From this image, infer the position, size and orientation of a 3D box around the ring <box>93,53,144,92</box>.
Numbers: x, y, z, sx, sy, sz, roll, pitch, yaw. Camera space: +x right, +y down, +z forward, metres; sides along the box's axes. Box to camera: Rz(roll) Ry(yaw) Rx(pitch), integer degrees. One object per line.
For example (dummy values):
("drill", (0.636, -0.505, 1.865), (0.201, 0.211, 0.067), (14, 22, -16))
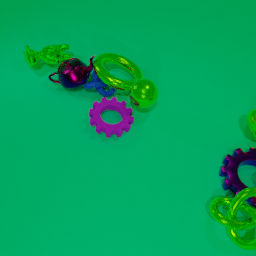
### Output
("ring", (-0.301, -1.917, 9.500), (1.828, 0.366, 1.828), (17, 42, -16))

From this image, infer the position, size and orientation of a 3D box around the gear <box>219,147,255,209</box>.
("gear", (3.402, 1.332, 7.653), (1.697, 0.314, 1.697), (0, 54, 0))

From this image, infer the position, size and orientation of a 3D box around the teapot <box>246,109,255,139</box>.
("teapot", (3.938, -0.141, 8.141), (0.781, 1.594, 0.991), (-19, 78, 25))

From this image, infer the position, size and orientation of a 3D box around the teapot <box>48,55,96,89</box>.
("teapot", (-1.838, -1.934, 9.494), (1.821, 0.892, 1.132), (-18, 45, 9))

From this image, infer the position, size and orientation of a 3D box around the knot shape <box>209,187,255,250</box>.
("knot shape", (2.638, 2.081, 6.760), (1.346, 0.665, 1.438), (14, 69, 16))

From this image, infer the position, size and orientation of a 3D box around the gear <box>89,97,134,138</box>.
("gear", (-0.520, -0.353, 8.747), (1.384, 0.256, 1.384), (6, 56, -9))

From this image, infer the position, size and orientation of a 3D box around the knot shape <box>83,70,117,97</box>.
("knot shape", (-0.898, -1.643, 9.620), (1.191, 0.550, 1.114), (4, 52, 5))

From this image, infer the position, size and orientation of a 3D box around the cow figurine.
("cow figurine", (-2.991, -2.677, 10.229), (1.440, 0.803, 1.464), (6, 25, 29))

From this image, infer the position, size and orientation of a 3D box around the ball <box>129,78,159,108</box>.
("ball", (0.481, -1.058, 8.555), (0.909, 0.909, 0.909), (0, 54, 0))
